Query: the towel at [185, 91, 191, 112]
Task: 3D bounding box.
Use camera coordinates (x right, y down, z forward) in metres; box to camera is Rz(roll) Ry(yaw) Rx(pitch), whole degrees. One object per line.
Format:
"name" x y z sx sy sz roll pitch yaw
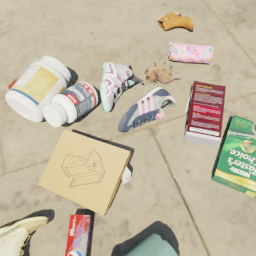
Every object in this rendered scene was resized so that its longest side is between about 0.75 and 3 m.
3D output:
"towel" 3.207 -0.933 11.668 1.472 0.172 1.123 17 63 7

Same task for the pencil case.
"pencil case" 2.806 -3.402 12.659 2.013 0.880 0.880 7 61 3

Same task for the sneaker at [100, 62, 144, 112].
"sneaker" -0.222 -1.774 11.670 1.753 0.974 2.506 0 61 1

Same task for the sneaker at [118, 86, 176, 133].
"sneaker" 0.792 -0.596 11.022 1.100 0.941 2.682 38 68 23

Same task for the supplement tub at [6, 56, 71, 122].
"supplement tub" -3.486 -1.555 11.152 1.665 1.665 2.301 25 64 13

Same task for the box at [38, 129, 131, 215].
"box" -1.528 1.426 9.711 2.734 0.291 2.234 18 77 21

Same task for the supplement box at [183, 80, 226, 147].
"supplement box" 3.012 -0.588 10.991 1.308 0.732 2.403 12 69 6

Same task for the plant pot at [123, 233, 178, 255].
"plant pot" 0.539 4.079 8.060 1.676 1.711 1.711 -34 66 -26

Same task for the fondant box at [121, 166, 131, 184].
"fondant box" -0.321 1.379 9.999 0.314 0.777 1.076 -32 65 -17

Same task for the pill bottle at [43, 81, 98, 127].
"pill bottle" -2.197 -0.889 10.754 1.185 1.185 1.981 32 46 17

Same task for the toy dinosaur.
"toy dinosaur" 1.433 -2.253 12.149 1.565 0.672 1.061 27 77 -9

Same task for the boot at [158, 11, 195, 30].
"boot" 2.356 -5.133 13.769 1.263 0.624 1.626 -29 64 -16

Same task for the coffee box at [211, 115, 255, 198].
"coffee box" 4.287 0.973 10.319 1.700 0.608 2.765 23 63 12

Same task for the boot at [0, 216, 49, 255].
"boot" -3.301 3.711 8.725 1.953 0.704 1.511 -20 61 -5

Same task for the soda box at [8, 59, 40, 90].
"soda box" -4.235 -2.107 12.046 0.587 0.648 1.852 26 63 14

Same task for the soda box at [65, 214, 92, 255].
"soda box" -1.578 3.748 8.746 0.679 0.615 1.938 3 60 0
